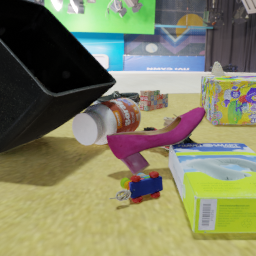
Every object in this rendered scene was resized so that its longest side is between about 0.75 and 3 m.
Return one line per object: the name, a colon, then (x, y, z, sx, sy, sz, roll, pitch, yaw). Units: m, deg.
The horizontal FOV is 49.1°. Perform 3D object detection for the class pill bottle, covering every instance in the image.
pill bottle: (-0.520, -0.165, 7.206, 1.033, 1.033, 1.841, 9, 17, 31)

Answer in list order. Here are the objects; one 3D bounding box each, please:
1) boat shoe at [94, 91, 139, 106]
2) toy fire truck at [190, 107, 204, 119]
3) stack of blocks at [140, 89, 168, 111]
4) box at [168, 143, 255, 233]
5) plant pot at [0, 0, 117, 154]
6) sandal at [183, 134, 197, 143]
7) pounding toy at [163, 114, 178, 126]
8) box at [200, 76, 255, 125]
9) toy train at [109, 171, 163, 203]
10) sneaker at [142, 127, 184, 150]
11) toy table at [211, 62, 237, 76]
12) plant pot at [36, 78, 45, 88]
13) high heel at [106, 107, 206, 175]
boat shoe: (-0.468, -1.290, 12.057, 2.014, 0.714, 0.726, -4, 36, -17)
toy fire truck: (2.132, -0.383, 9.521, 0.674, 0.450, 0.803, -20, 1, 32)
stack of blocks: (1.137, -1.239, 11.961, 0.419, 0.824, 1.431, 13, 19, 42)
box: (1.498, 0.759, 4.480, 1.455, 0.569, 2.387, 0, 14, 0)
plant pot: (-2.515, -1.050, 6.448, 2.879, 2.560, 2.886, 46, 23, 5)
sandal: (1.341, 0.199, 7.142, 0.591, 0.355, 1.574, -1, 14, -5)
pounding toy: (1.496, -0.295, 8.927, 0.791, 0.454, 0.452, 9, 21, 32)
box: (3.975, -1.045, 9.893, 2.385, 1.455, 2.297, 0, 15, 2)
toy train: (0.028, 0.905, 4.353, 0.929, 0.393, 0.537, -7, 5, -27)
sneaker: (0.810, 0.275, 6.567, 1.197, 0.423, 0.585, 13, -12, 47)
toy table: (4.149, -1.815, 12.468, 1.259, 1.976, 2.149, 21, 15, 18)
plant pot: (-2.633, -0.546, 6.677, 1.038, 1.171, 1.172, 3, -2, -6)
high heel: (0.540, -0.015, 5.152, 1.865, 0.896, 0.629, -38, 6, -10)
